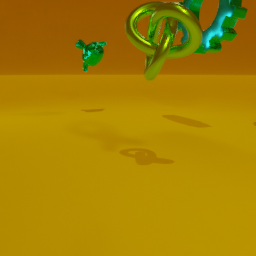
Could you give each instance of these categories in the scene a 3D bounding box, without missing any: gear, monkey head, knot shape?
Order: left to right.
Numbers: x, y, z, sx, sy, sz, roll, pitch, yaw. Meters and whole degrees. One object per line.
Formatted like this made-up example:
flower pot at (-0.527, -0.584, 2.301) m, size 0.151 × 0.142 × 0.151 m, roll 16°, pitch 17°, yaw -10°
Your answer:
monkey head at (-1.318, -2.612, 9.642) m, size 0.933 × 1.297 × 0.782 m, roll 37°, pitch 2°, yaw 16°
knot shape at (0.395, -1.297, 3.827) m, size 0.520 × 1.052 × 1.124 m, roll -8°, pitch -29°, yaw -42°
gear at (1.954, -2.876, 6.807) m, size 0.381 × 2.062 × 2.062 m, roll -2°, pitch 11°, yaw -27°
